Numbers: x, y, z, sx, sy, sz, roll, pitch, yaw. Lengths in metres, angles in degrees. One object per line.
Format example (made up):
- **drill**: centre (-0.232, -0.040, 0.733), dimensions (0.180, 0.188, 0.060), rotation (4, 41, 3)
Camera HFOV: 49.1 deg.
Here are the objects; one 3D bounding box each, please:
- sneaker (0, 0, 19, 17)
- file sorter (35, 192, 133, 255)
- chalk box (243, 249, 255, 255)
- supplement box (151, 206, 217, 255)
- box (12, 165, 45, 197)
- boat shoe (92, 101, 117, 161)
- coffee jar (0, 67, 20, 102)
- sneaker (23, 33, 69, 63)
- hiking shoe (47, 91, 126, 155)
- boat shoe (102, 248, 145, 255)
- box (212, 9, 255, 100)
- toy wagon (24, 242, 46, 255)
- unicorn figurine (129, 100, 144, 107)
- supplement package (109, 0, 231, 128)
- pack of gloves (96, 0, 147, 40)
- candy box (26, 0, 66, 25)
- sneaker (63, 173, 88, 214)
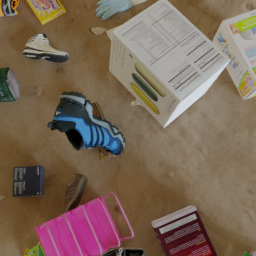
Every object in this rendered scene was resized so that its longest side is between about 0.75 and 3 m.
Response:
- **sneaker**: centre (-4.522, -5.072, 10.771), dimensions (0.668, 0.677, 1.731), rotation (4, 84, -3)
- **file sorter**: centre (-1.177, 2.938, 7.854), dimensions (2.191, 1.374, 1.523), rotation (-19, 75, -32)
- **chalk box**: centre (3.948, 4.332, 8.075), dimensions (1.743, 1.079, 1.085), rotation (38, 80, 10)
- **supplement box**: centre (1.855, 3.813, 8.340), dimensions (1.416, 0.792, 2.602), rotation (-20, 76, -6)
- **box**: centre (-3.193, 1.728, 9.038), dimensions (0.872, 0.498, 0.958), rotation (-3, 75, -1)
- **boat shoe**: centre (-0.991, 0.085, 9.350), dimensions (0.688, 0.728, 2.022), rotation (-20, 76, -6)
- **coffee jar**: centre (-4.929, -1.371, 9.507), dimensions (2.177, 1.135, 0.929), rotation (-7, 51, -2)
- **sneaker**: centre (-2.925, -2.988, 10.195), dimensions (1.687, 0.637, 0.971), rotation (9, 77, 5)
- **hiking shoe**: centre (-1.116, 0.187, 7.863), dimensions (1.025, 2.754, 1.194), rotation (5, 61, 41)
- **boat shoe**: centre (-0.170, 3.871, 8.425), dimensions (1.388, 0.474, 0.512), rotation (-4, 58, 3)
- **box**: centre (4.280, -2.515, 9.713), dimensions (1.459, 1.314, 2.593), rotation (-21, 76, -4)
- **toy wagon**: centre (-2.162, 3.848, 8.531), dimensions (2.092, 0.414, 1.623), rotation (-4, 75, -1)
- **unicorn figurine**: centre (0.436, -0.919, 9.832), dimensions (0.759, 0.280, 0.521), rotation (20, 63, 17)
- **supplement package**: centre (1.150, -2.009, 9.019), dimensions (2.167, 2.183, 2.877), rotation (-39, 79, -17)
- **pack of gloves**: centre (0.177, -4.499, 10.664), dimensions (2.603, 0.514, 2.187), rotation (-29, 78, -8)
- **candy box**: centre (-3.411, -5.073, 10.931), dimensions (1.054, 0.272, 2.061), rotation (-34, 78, -6)
- **sneaker**: centre (-1.793, 2.134, 9.027), dimensions (0.522, 0.487, 1.381), rotation (19, 72, 24)
